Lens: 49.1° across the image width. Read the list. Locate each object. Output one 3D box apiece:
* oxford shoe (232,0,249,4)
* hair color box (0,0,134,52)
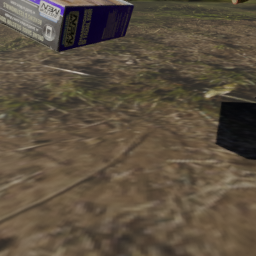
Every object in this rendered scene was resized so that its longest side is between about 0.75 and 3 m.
[{"bbox_3d":[2.380,-3.123,5.793,0.371,1.004,0.355,-11,33,-6],"label":"oxford shoe"},{"bbox_3d":[-1.192,-2.564,6.207,1.539,0.913,2.816,28,34,14],"label":"hair color box"}]
